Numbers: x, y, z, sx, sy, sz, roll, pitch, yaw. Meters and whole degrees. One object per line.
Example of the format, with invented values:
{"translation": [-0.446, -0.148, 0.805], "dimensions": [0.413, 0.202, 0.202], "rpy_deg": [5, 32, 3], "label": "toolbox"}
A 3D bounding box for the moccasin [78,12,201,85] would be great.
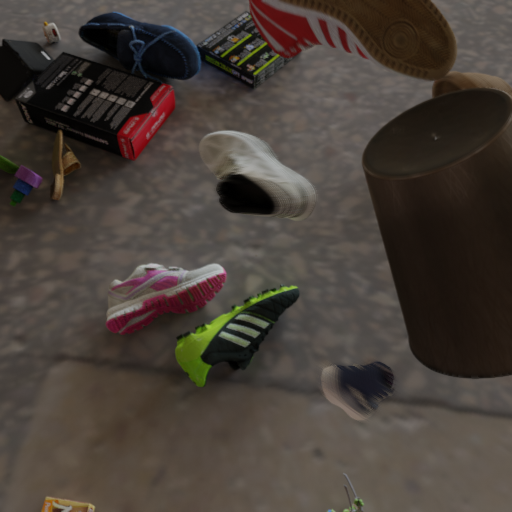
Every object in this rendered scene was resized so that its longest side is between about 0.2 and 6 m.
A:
{"translation": [-2.685, -4.555, 12.598], "dimensions": [3.265, 1.314, 1.113], "rpy_deg": [26, 45, 31], "label": "moccasin"}

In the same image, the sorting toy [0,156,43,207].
{"translation": [-5.393, -1.678, 10.999], "dimensions": [2.640, 0.915, 0.909], "rpy_deg": [27, 83, 19], "label": "sorting toy"}

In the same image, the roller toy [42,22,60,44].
{"translation": [-4.965, -5.378, 13.545], "dimensions": [0.322, 0.461, 0.421], "rpy_deg": [-26, 72, -16], "label": "roller toy"}

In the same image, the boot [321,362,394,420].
{"translation": [1.358, 1.600, 6.617], "dimensions": [0.677, 1.498, 0.545], "rpy_deg": [-14, 65, 24], "label": "boot"}

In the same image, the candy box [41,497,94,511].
{"translation": [-2.638, 3.850, 7.450], "dimensions": [0.635, 0.304, 1.100], "rpy_deg": [7, 56, 4], "label": "candy box"}

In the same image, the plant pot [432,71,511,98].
{"translation": [3.671, -2.317, 9.061], "dimensions": [0.794, 1.720, 1.720], "rpy_deg": [-32, 60, 2], "label": "plant pot"}

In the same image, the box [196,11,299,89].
{"translation": [-0.144, -4.908, 13.240], "dimensions": [1.802, 0.443, 1.866], "rpy_deg": [34, 62, 18], "label": "box"}

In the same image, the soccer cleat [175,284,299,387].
{"translation": [-0.188, 1.243, 9.014], "dimensions": [2.347, 0.792, 0.951], "rpy_deg": [-28, 89, -25], "label": "soccer cleat"}

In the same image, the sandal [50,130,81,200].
{"translation": [-3.775, -1.759, 11.195], "dimensions": [0.513, 0.571, 1.559], "rpy_deg": [11, 58, -31], "label": "sandal"}

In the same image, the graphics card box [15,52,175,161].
{"translation": [-3.380, -3.230, 11.932], "dimensions": [2.847, 0.724, 1.786], "rpy_deg": [21, 59, 12], "label": "graphics card box"}

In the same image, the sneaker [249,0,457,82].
{"translation": [1.444, -3.779, 9.270], "dimensions": [3.541, 1.991, 1.261], "rpy_deg": [27, 89, -3], "label": "sneaker"}

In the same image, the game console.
{"translation": [-5.412, -4.294, 12.999], "dimensions": [1.299, 0.860, 1.477], "rpy_deg": [-15, 52, -46], "label": "game console"}

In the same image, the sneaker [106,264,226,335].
{"translation": [-1.559, 0.489, 9.366], "dimensions": [2.121, 0.863, 0.935], "rpy_deg": [-18, 60, -12], "label": "sneaker"}

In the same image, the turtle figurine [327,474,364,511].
{"translation": [1.409, 3.471, 7.531], "dimensions": [0.825, 0.613, 0.851], "rpy_deg": [25, 63, 11], "label": "turtle figurine"}

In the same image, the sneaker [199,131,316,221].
{"translation": [-0.300, -1.350, 8.718], "dimensions": [2.402, 0.906, 1.382], "rpy_deg": [36, 23, 29], "label": "sneaker"}

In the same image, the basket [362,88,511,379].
{"translation": [2.676, -0.298, 6.848], "dimensions": [2.716, 3.012, 2.049], "rpy_deg": [-22, 32, 18], "label": "basket"}
